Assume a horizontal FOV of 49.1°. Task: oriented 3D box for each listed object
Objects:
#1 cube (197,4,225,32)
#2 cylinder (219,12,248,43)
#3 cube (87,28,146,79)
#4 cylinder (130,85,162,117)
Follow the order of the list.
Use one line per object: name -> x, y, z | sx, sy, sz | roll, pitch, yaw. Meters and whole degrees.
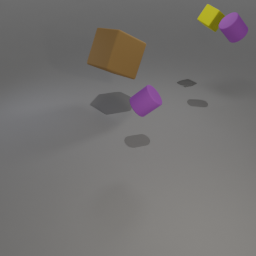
cube -> 3.443, -4.523, 11.537 | 0.700, 0.700, 0.700 | 8, 33, -48
cylinder -> 3.520, -3.347, 9.354 | 0.700, 0.700, 0.700 | 35, 16, -31
cube -> -0.436, -2.766, 10.430 | 1.400, 1.400, 1.400 | 11, 11, -43
cylinder -> 0.525, -0.792, 8.229 | 0.700, 0.700, 0.700 | -34, 19, 27
